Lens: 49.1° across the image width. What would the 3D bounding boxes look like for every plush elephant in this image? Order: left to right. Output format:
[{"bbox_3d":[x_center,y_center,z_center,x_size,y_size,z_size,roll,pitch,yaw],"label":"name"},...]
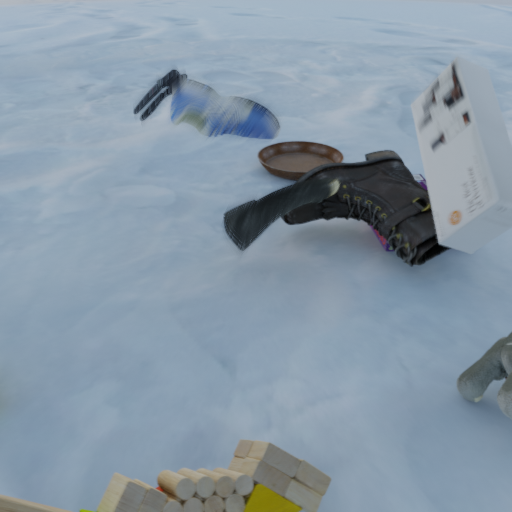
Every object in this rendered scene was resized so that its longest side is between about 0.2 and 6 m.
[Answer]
[{"bbox_3d":[3.603,1.452,6.534,1.484,1.579,1.917,43,78,2],"label":"plush elephant"}]

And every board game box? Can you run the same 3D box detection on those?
[{"bbox_3d":[3.021,-0.956,11.400,1.671,0.450,2.783,1,31,-7],"label":"board game box"}]

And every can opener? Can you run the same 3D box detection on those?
[{"bbox_3d":[-1.585,-2.630,9.079,1.074,0.340,0.422,-45,14,-14],"label":"can opener"}]

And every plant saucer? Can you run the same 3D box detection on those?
[{"bbox_3d":[1.073,-2.298,13.654,2.095,0.361,2.095,-1,31,0],"label":"plant saucer"}]

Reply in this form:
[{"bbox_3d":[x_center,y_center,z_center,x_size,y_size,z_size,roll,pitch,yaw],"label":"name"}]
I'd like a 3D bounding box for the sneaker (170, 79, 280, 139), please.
[{"bbox_3d":[-0.643,-2.693,11.182,2.270,0.859,0.874,16,64,-5],"label":"sneaker"}]

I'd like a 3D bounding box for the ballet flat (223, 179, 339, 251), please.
[{"bbox_3d":[0.470,-0.794,9.521,2.408,0.684,0.800,-25,10,-29],"label":"ballet flat"}]

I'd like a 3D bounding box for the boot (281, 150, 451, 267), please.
[{"bbox_3d":[2.136,-0.723,9.967,2.910,1.007,2.533,-24,47,-7],"label":"boot"}]

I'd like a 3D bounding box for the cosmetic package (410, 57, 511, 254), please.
[{"bbox_3d":[3.341,-1.662,9.030,0.765,1.246,3.020,13,56,-20],"label":"cosmetic package"}]

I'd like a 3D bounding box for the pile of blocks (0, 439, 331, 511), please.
[{"bbox_3d":[-0.935,2.575,5.161,3.307,1.358,1.028,-4,-13,-23],"label":"pile of blocks"}]
